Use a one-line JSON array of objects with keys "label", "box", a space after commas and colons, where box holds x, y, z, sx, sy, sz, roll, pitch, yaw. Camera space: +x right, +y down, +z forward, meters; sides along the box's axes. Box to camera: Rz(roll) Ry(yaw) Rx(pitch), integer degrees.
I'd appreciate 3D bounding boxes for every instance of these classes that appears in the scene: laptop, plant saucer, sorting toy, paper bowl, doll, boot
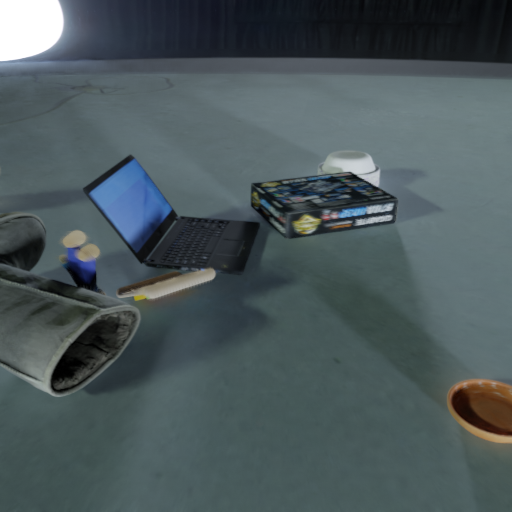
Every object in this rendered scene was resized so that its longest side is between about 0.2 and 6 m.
[{"label": "laptop", "box": [-1.339, -0.821, 10.046, 2.624, 1.355, 2.325, 5, 25, 7]}, {"label": "plant saucer", "box": [2.548, 1.682, 6.027, 0.962, 0.180, 0.962, 1, 25, 0]}, {"label": "sorting toy", "box": [-1.348, 0.451, 8.313, 1.141, 0.225, 1.233, -18, 8, -33]}, {"label": "paper bowl", "box": [2.250, -2.089, 13.653, 1.503, 0.782, 1.503, -1, 25, 0]}, {"label": "doll", "box": [-2.446, 0.253, 7.960, 0.957, 1.402, 0.340, 43, 59, 12]}, {"label": "boot", "box": [-2.937, 0.445, 7.609, 3.144, 1.141, 2.859, 5, 38, 27]}]

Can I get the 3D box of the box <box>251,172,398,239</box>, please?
[{"label": "box", "box": [1.367, -1.119, 11.699, 2.492, 0.573, 1.981, -9, 27, -19]}]
